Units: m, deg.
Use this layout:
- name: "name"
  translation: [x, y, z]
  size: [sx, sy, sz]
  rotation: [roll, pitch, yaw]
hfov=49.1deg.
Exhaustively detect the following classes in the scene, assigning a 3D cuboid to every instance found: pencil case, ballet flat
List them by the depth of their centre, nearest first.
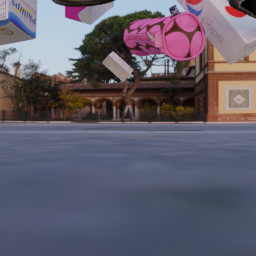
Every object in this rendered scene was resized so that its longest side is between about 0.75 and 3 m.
- name: "ballet flat"
  translation: [2.922, -2.510, 5.978]
  size: [1.816, 0.516, 0.604]
  rotation: [6, -36, -18]
- name: "pencil case"
  translation: [0.817, -2.558, 7.890]
  size: [1.381, 1.338, 2.949]
  rotation: [-22, 20, -13]

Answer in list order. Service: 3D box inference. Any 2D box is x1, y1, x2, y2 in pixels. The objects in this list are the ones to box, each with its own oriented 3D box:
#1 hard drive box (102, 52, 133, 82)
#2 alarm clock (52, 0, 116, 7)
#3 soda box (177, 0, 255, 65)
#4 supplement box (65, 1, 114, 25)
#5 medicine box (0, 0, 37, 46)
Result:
- name: "hard drive box"
  translation: [-0.287, -1.828, 8.308]
  size: [0.322, 0.840, 0.654]
  rotation: [-44, 10, 24]
- name: "alarm clock"
  translation: [-0.680, -3.287, 6.266]
  size: [2.437, 0.811, 1.644]
  rotation: [-8, 11, -19]
- name: "soda box"
  translation: [2.401, -3.183, 7.569]
  size: [0.909, 2.856, 0.973]
  rotation: [-29, -15, -17]
- name: "supplement box"
  translation: [-1.100, -3.829, 8.277]
  size: [0.860, 0.878, 1.699]
  rotation: [19, 45, 9]
- name: "medicine box"
  translation: [-3.416, -3.304, 7.081]
  size: [1.943, 2.133, 1.098]
  rotation: [-3, -8, 17]
